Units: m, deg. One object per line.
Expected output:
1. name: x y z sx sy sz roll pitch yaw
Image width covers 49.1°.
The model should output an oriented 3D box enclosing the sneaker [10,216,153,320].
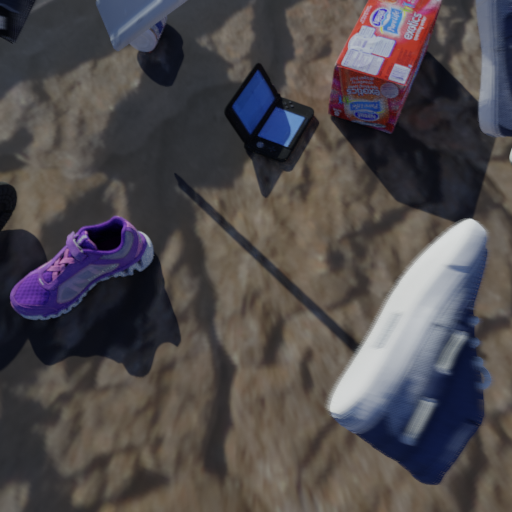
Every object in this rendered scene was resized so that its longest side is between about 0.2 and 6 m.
1. sneaker: -2.774 0.092 8.724 2.335 1.032 0.939 -30 66 -15

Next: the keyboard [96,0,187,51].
1. keyboard: -1.585 -4.281 8.863 0.174 3.258 0.917 -25 101 -42

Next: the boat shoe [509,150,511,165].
1. boat shoe: 5.146 -2.420 10.254 0.663 0.576 1.798 23 74 12

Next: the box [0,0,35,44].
1. box: -2.855 -3.178 6.461 0.591 0.990 1.007 26 79 -22

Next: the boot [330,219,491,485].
1. boot: 2.068 0.993 6.243 1.291 1.039 2.857 39 71 -3

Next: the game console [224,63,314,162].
1. game console: 0.281 -2.663 10.387 1.274 0.843 1.449 23 64 13

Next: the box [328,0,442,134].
1. box: 2.490 -3.860 10.800 1.344 1.287 2.696 20 62 11

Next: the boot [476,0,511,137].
1. boot: 3.848 -3.014 7.657 1.296 2.870 1.044 16 41 42

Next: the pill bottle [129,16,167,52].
1. pill bottle: -2.255 -4.905 11.770 0.635 0.635 1.145 11 61 6

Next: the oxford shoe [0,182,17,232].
1. oxford shoe: -5.368 -0.371 8.925 3.148 1.144 1.329 -38 66 -19
